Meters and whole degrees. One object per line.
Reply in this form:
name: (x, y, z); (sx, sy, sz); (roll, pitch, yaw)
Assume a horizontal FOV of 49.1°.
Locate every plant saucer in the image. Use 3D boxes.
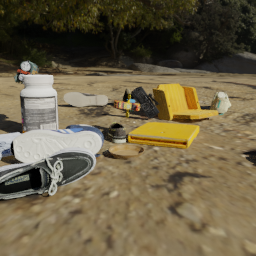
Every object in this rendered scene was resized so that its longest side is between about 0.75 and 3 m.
plant saucer: (-0.029, 0.616, 7.079); (0.909, 0.161, 0.909); (0, 13, 0)

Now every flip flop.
flip flop: (0.194, -1.421, 14.344); (0.702, 0.989, 2.438); (14, 10, -18)

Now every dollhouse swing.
dollhouse swing: (2.464, -1.170, 11.646); (2.025, 1.840, 1.780); (-10, -5, -37)

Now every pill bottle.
pill bottle: (-2.760, -0.671, 8.738); (1.112, 1.912, 1.112); (0, 12, 0)

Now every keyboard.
keyboard: (0.752, -1.064, 11.104); (0.699, 1.343, 0.266); (-36, 9, 6)

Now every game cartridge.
game cartridge: (1.187, 0.172, 8.747); (1.796, 0.330, 2.037); (5, 12, 22)

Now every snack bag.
snack bag: (-3.595, 0.520, 7.377); (2.087, 0.223, 1.967); (-10, 17, -36)

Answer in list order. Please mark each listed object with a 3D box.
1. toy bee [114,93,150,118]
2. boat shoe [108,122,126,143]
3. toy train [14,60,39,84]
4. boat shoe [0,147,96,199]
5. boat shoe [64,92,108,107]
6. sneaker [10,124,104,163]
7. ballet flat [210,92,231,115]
toy bee: (0.127, -0.731, 8.816); (1.136, 0.744, 0.618); (-16, 15, -2)
boat shoe: (-0.327, 0.061, 8.797); (0.542, 0.458, 1.520); (-3, 13, -11)
toy train: (-3.392, -1.842, 9.467); (0.603, 0.806, 1.414); (15, 3, -9)
boat shoe: (-1.443, 0.814, 4.999); (1.917, 0.708, 0.655); (-6, 11, -24)
boat shoe: (-2.224, -1.470, 14.921); (2.329, 0.779, 0.664); (3, 0, -10)
sneaker: (-1.643, 0.366, 6.966); (2.082, 0.839, 1.524); (-5, 6, -6)
ballet flat: (4.520, -1.303, 13.590); (0.990, 0.990, 2.849); (4, 14, 17)
